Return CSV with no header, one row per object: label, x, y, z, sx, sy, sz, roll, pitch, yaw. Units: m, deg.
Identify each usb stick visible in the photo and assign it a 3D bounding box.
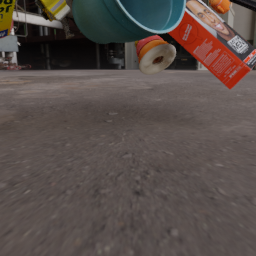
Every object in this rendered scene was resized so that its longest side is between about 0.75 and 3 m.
usb stick,3.714,-3.647,8.080,0.578,0.340,2.085,-39,41,7

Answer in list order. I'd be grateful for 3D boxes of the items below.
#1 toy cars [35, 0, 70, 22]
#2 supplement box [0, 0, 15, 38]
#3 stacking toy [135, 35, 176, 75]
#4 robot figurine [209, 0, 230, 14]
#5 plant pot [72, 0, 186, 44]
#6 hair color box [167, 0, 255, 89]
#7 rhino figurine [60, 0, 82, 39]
toy cars,-1.289,-3.073,5.903,2.447,0.542,1.097,-44,4,43
supplement box,-2.862,-2.592,4.828,1.305,1.314,2.399,-31,1,-31
stacking toy,0.657,-2.867,9.520,1.344,1.839,1.344,-23,-22,-10
robot figurine,3.235,-4.440,9.950,0.907,0.653,0.529,22,2,-36
plant pot,-0.166,-2.847,6.255,2.131,2.131,2.003,-11,3,-38
hair color box,2.248,-2.398,7.605,2.646,0.810,1.343,44,45,7
rhino figurine,-1.288,-3.726,8.244,0.816,1.194,2.730,-34,13,-38
